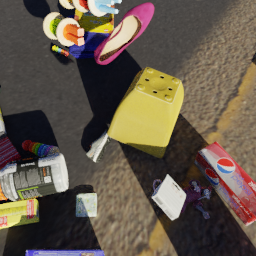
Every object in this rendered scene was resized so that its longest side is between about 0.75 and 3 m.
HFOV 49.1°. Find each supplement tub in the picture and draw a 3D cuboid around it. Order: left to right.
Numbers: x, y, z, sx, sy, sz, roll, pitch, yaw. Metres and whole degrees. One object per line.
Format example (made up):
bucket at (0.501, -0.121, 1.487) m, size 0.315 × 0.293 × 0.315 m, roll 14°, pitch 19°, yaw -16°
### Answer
supplement tub at (-3.157, 1.637, 9.268) m, size 2.161 × 1.324 × 1.324 m, roll -10°, pitch 56°, yaw -8°

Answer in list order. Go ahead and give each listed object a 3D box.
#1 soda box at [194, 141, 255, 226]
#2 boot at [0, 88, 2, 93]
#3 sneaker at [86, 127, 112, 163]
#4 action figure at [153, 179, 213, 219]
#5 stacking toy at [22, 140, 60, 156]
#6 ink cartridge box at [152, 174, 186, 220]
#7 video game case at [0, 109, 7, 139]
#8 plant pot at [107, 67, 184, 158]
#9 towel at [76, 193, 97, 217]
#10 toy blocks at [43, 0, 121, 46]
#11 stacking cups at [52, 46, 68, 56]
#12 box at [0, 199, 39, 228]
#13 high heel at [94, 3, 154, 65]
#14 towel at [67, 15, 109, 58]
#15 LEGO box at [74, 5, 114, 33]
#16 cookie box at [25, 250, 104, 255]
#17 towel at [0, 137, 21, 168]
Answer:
soda box at (3.444, 1.794, 9.385) m, size 0.858 × 0.947 × 2.705 m, roll -27°, pitch 59°, yaw -18°
boot at (-6.183, -1.937, 12.279) m, size 1.325 × 0.490 × 1.086 m, roll -6°, pitch 52°, yaw -3°
sneaker at (-1.044, 0.547, 10.504) m, size 0.602 × 0.561 × 1.517 m, roll 19°, pitch 58°, yaw 18°
action figure at (1.943, 2.265, 9.273) m, size 1.853 × 1.241 × 1.379 m, roll -12°, pitch 17°, yaw -19°
stacking toy at (-3.281, 0.796, 10.376) m, size 1.433 × 0.612 × 0.612 m, roll 16°, pitch 57°, yaw 19°
ink cartridge box at (0.866, 1.412, 5.819) m, size 0.629 × 0.186 × 0.786 m, roll 48°, pitch 32°, yaw -1°
video game case at (-6.133, -0.069, 10.925) m, size 2.417 × 0.308 × 2.184 m, roll -23°, pitch 56°, yaw -11°
plant pot at (0.811, -0.771, 10.031) m, size 2.240 × 2.306 × 2.254 m, roll 23°, pitch 50°, yaw 5°
towel at (-1.380, 2.553, 9.323) m, size 0.676 × 0.190 × 0.789 m, roll -3°, pitch 56°, yaw -1°
toy blocks at (-1.690, -4.126, 10.383) m, size 2.923 × 1.061 × 2.436 m, roll 31°, pitch 97°, yaw 38°
stacking cups at (-3.279, -3.763, 13.682) m, size 0.826 × 0.250 × 0.250 m, roll 24°, pitch 59°, yaw 12°
box at (-3.847, 2.791, 8.957) m, size 1.877 × 0.470 × 0.706 m, roll -7°, pitch 62°, yaw -6°
high heel at (-0.075, -3.419, 10.296) m, size 2.887 × 0.973 × 1.388 m, roll -44°, pitch 22°, yaw 15°
towel at (-1.978, -4.603, 14.042) m, size 2.090 × 0.701 × 2.831 m, roll -5°, pitch 55°, yaw -12°
LEGO box at (-1.642, -5.431, 13.786) m, size 1.881 × 0.726 × 1.401 m, roll 3°, pitch 54°, yaw -6°
cookie box at (-1.760, 4.669, 7.374) m, size 2.203 × 0.968 × 2.576 m, roll 0°, pitch 55°, yaw 0°
towel at (-4.965, 0.902, 10.461) m, size 1.327 × 0.206 × 1.835 m, roll -35°, pitch 60°, yaw -19°
